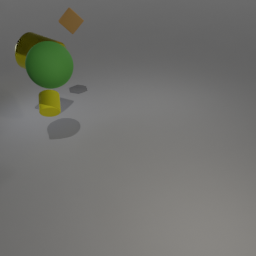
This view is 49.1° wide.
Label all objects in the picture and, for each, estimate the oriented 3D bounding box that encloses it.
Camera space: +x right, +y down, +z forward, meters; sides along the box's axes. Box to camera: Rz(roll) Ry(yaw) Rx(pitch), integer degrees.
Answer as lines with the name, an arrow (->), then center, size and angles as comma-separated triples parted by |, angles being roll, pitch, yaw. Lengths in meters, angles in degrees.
ball -> -2.357, -1.891, 8.450 | 1.400, 1.400, 1.400 | 0, 32, 0
cylinder -> -3.266, -2.755, 10.643 | 1.400, 1.400, 1.400 | 21, 37, 13
cylinder -> -2.671, -0.837, 9.543 | 0.700, 0.700, 0.700 | -6, 67, -10
cube -> -2.272, -4.271, 11.148 | 0.700, 0.700, 0.700 | 38, 10, -26
